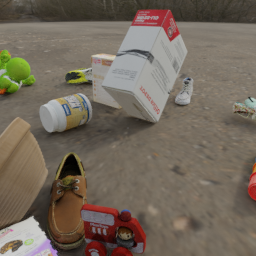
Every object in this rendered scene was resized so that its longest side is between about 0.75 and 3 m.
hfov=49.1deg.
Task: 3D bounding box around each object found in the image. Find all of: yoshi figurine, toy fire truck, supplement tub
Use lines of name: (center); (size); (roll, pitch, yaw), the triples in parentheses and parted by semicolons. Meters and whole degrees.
yoshi figurine: (-4.598, -2.359, 11.369); (1.634, 1.628, 2.907); (-4, 28, -24)
toy fire truck: (-0.211, 1.473, 3.982); (0.932, 0.783, 0.523); (5, 26, 14)
supplement tub: (-1.740, -0.419, 7.898); (1.245, 0.900, 0.900); (-22, 33, -39)

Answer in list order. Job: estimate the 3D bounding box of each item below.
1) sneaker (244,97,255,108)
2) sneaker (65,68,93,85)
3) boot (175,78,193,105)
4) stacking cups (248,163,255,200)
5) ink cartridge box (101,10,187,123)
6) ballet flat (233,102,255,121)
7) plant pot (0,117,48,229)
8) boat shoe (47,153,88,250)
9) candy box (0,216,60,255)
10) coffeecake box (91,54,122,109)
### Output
sneaker: (4.429, -0.844, 9.281); (1.099, 0.405, 0.648); (-8, 40, -12)
sneaker: (-1.681, -2.344, 12.201); (2.026, 0.755, 0.857); (0, 25, -1)
boot: (2.064, -1.388, 10.193); (0.551, 0.716, 1.498); (7, 26, 15)
stacking cups: (2.846, 0.796, 5.798); (0.600, 0.600, 1.982); (16, 33, 31)
ink cartridge box: (0.582, -1.744, 8.155); (1.094, 2.612, 1.885); (15, -16, 32)
ballet flat: (3.703, -0.441, 8.389); (0.471, 0.398, 1.244); (20, 4, -43)
plant pot: (-1.946, 0.892, 4.504); (0.926, 2.005, 2.005); (33, 20, -15)
boat shoe: (-1.056, 1.132, 4.846); (0.711, 0.672, 1.978); (-5, 26, -11)
candy box: (-1.481, 1.802, 3.751); (0.908, 0.387, 1.083); (-18, 31, -33)
coffeecake box: (-0.594, -1.629, 9.618); (1.254, 1.634, 0.597); (19, 31, 35)
